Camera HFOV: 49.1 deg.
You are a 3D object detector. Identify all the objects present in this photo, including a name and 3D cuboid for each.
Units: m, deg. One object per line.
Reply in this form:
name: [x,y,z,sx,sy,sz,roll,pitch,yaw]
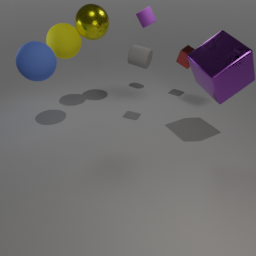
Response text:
cylinder: [0.436,-2.544,9.997,0.700,0.700,0.700,20,33,14]
ball: [-1.460,-4.308,11.431,1.400,1.400,1.400,0,29,0]
cube: [2.838,-3.365,13.290,0.700,0.700,0.700,38,54,16]
ball: [-3.275,-2.378,10.024,1.400,1.400,1.400,0,29,0]
cylinder: [0.822,-5.000,12.651,0.700,0.700,0.700,-27,19,10]
cube: [2.974,-1.920,8.934,1.400,1.400,1.400,-36,51,4]
ball: [-2.615,-3.552,11.466,1.400,1.400,1.400,0,29,0]
